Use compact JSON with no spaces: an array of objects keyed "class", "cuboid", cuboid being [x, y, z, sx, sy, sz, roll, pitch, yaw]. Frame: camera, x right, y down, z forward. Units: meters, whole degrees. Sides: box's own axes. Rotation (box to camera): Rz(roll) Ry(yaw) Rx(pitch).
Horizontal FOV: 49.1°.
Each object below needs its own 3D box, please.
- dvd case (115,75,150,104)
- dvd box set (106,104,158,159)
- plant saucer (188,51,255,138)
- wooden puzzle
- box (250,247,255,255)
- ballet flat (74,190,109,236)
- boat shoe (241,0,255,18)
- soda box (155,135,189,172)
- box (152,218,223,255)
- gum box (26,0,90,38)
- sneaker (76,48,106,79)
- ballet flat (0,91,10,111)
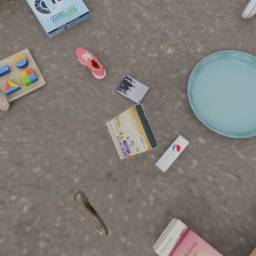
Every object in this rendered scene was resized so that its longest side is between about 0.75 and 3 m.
[{"class":"dvd case","cuboid":[0.145,-1.255,9.170,0.915,0.113,0.688,31,76,8]},{"class":"dvd box set","cuboid":[0.045,0.132,6.713,0.212,1.440,1.053,-20,86,-33]},{"class":"plant saucer","cuboid":[3.355,-1.076,8.975,2.945,0.404,2.945,0,74,1]},{"class":"wooden puzzle","cuboid":[-3.680,-1.766,9.182,1.450,0.362,1.565,-29,76,-7]},{"class":"box","cuboid":[3.609,4.246,6.690,2.098,1.329,2.178,37,75,27]},{"class":"ballet flat","cuboid":[-0.885,2.012,6.531,0.289,0.420,1.248,-36,76,-10]},{"class":"boat shoe","cuboid":[4.856,-4.440,9.761,0.960,0.832,2.252,37,68,6]},{"class":"soda box","cuboid":[1.330,0.779,8.457,0.365,0.391,1.147,39,78,10]},{"class":"box","cuboid":[1.630,3.365,7.467,1.654,0.901,1.058,38,78,10]},{"class":"gum box","cuboid":[-2.531,-4.356,9.769,1.632,0.428,1.921,-32,84,-8]},{"class":"sneaker","cuboid":[-1.214,-2.228,9.193,0.501,0.589,1.358,-42,78,-11]},{"class":"ballet flat","cuboid":[-4.391,-1.098,8.875,1.568,0.527,0.534,45,117,16]}]
